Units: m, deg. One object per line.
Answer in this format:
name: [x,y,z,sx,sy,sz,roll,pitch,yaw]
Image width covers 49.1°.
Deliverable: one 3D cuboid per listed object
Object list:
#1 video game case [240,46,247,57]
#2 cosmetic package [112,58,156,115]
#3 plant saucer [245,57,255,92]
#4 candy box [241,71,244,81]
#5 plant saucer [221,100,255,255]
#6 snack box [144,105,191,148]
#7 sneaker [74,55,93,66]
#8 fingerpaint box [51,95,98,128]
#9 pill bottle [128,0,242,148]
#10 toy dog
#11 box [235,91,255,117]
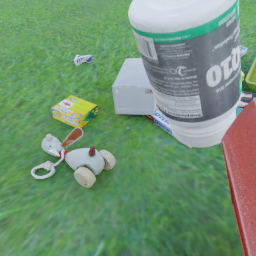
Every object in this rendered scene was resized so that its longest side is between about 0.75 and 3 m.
video game case: [3.253,-3.326,12.134,2.827,0.311,2.577,29,48,32]
cosmetic package: [0.349,-1.410,9.006,1.270,1.073,2.378,3,36,11]
plant saucer: [5.777,-1.796,9.715,2.851,0.683,2.847,20,52,23]
candy box: [2.701,-2.509,10.004,1.515,0.391,2.964,-21,55,4]
plant saucer: [1.819,1.592,3.785,0.531,2.885,2.891,-11,52,17]
snack box: [1.346,-0.128,8.231,0.689,0.233,1.916,-27,46,-29]
sneaker: [-1.902,-2.881,11.564,0.820,0.331,0.473,-22,46,-23]
fingerpaint box: [-1.616,-0.500,8.562,1.081,0.397,0.902,21,43,25]
pill bottle: [1.114,-0.993,4.814,1.550,2.741,1.550,-12,46,13]
toy dog: [-1.331,0.573,6.761,2.057,0.991,1.357,8,40,10]
box: [4.057,-0.501,8.393,2.491,0.612,1.025,11,40,14]
